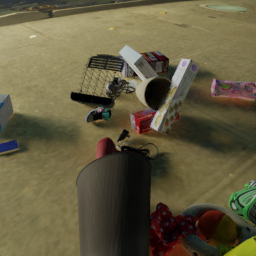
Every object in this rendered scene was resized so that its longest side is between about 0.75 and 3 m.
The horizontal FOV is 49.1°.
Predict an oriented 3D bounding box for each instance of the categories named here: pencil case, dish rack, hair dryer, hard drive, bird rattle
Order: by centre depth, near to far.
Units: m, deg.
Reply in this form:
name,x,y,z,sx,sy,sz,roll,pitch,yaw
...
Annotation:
name,x,y,z,sx,sy,sz,roll,pitch,yaw
bird rattle,1.899,2.703,6.816,2.917,1.643,2.378,16,23,40
hair dryer,-0.221,0.826,9.687,1.836,0.655,2.411,28,44,32
hard drive,-4.491,0.706,10.327,0.816,0.104,0.538,-15,38,-20
dish rack,-1.294,-2.251,12.907,2.079,0.739,2.710,11,76,14
pencil case,5.011,-1.785,13.217,2.134,0.933,0.933,7,36,10

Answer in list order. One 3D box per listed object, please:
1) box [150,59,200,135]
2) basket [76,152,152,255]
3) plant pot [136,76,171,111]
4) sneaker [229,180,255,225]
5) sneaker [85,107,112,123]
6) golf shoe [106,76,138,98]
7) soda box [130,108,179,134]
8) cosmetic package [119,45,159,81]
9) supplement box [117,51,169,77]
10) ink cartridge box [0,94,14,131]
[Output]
name,x,y,z,sx,sy,sz,roll,pitch,yaw
box,1.729,-1.156,10.420,0.550,2.845,0.590,22,7,-33
basket,-0.320,2.194,6.757,2.307,1.740,2.559,-35,36,23
plant pot,0.915,-1.435,11.236,1.329,1.329,1.419,-15,18,-20
sneaker,4.076,1.749,7.982,2.895,1.130,1.233,-11,18,-30
sneaker,-1.137,-0.491,11.709,0.767,0.531,1.270,15,36,36
golf shoe,-0.231,-2.128,13.694,1.918,0.906,0.746,-27,42,-35
soda box,1.130,-0.461,11.512,2.042,0.648,0.715,-21,39,-26
cosmetic package,0.734,-2.762,13.395,0.599,2.318,1.748,-45,40,3
supplement box,0.829,-3.665,15.951,2.660,0.810,1.448,-11,36,-17
ink cartridge box,-6.391,-0.647,11.546,2.717,0.922,1.576,-1,35,-1
